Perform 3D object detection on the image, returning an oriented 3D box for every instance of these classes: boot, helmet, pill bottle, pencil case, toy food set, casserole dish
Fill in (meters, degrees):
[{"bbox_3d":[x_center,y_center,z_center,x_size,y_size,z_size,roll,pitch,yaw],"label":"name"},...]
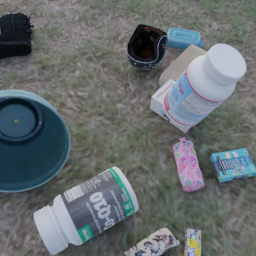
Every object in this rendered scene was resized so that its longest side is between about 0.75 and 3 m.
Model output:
[{"bbox_3d":[-5.260,-3.969,11.849,2.542,0.941,2.083,-7,58,-14],"label":"boot"},{"bbox_3d":[0.727,-3.054,10.861,1.635,1.559,1.635,15,29,-9],"label":"helmet"},{"bbox_3d":[-1.085,2.168,7.429,2.454,1.388,1.388,-27,60,-16],"label":"pill bottle"},{"bbox_3d":[0.633,3.139,7.268,1.385,0.539,0.619,-26,43,-17],"label":"pencil case"},{"bbox_3d":[2.556,-2.089,10.825,1.680,0.707,2.341,37,72,22],"label":"toy food set"},{"bbox_3d":[2.111,-1.149,8.040,1.396,2.568,1.396,8,63,-15],"label":"pill bottle"},{"bbox_3d":[1.829,1.119,8.563,0.696,0.696,1.591,-5,57,-3],"label":"pencil case"},{"bbox_3d":[2.401,-3.916,12.180,1.759,0.341,1.065,12,57,9],"label":"casserole dish"}]

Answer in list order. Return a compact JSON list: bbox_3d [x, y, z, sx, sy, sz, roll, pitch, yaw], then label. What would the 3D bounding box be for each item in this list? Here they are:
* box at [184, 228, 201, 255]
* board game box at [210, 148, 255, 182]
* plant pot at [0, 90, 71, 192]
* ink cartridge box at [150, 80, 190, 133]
[{"bbox_3d":[1.686,3.249,7.319,0.387,0.355,1.106,7,57,5],"label":"box"},{"bbox_3d":[3.296,1.154,8.780,1.169,0.274,0.883,-9,56,-6],"label":"board game box"},{"bbox_3d":[-3.300,0.111,8.223,2.930,2.930,1.963,-18,31,-12],"label":"plant pot"},{"bbox_3d":[1.741,-0.793,9.792,1.600,0.687,1.172,37,63,19],"label":"ink cartridge box"}]
